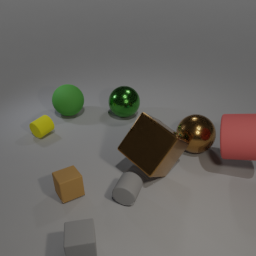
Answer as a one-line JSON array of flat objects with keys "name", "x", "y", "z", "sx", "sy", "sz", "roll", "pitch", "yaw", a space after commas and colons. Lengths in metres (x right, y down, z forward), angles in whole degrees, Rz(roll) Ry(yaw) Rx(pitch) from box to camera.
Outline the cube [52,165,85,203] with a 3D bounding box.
[{"name": "cube", "x": -1.764, "y": 1.649, "z": 8.296, "sx": 0.700, "sy": 0.700, "sz": 0.700, "roll": -17, "pitch": 29, "yaw": -26}]

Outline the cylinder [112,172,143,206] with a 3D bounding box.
[{"name": "cylinder", "x": -0.008, "y": 1.749, "z": 8.102, "sx": 0.700, "sy": 0.700, "sz": 0.700, "roll": 11, "pitch": 35, "yaw": 18}]

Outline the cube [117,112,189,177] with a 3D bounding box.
[{"name": "cube", "x": 0.817, "y": 0.555, "z": 8.725, "sx": 1.400, "sy": 1.400, "sz": 1.400, "roll": 38, "pitch": 9, "yaw": 26}]

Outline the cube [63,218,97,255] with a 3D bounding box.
[{"name": "cube", "x": -1.120, "y": 2.682, "z": 6.627, "sx": 0.700, "sy": 0.700, "sz": 0.700, "roll": -6, "pitch": 31, "yaw": -8}]

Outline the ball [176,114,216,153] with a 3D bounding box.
[{"name": "ball", "x": 2.435, "y": 0.207, "z": 10.068, "sx": 1.400, "sy": 1.400, "sz": 1.400, "roll": 0, "pitch": 31, "yaw": 0}]

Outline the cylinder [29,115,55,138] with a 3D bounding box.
[{"name": "cylinder", "x": -3.420, "y": -0.060, "z": 11.141, "sx": 0.700, "sy": 0.700, "sz": 0.700, "roll": 21, "pitch": 42, "yaw": 30}]

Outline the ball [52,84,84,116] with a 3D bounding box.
[{"name": "ball", "x": -2.656, "y": -1.238, "z": 12.450, "sx": 1.400, "sy": 1.400, "sz": 1.400, "roll": 0, "pitch": 31, "yaw": 0}]

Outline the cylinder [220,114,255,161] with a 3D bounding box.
[{"name": "cylinder", "x": 3.581, "y": 0.269, "z": 8.458, "sx": 1.400, "sy": 1.400, "sz": 1.400, "roll": 1, "pitch": 29, "yaw": 24}]

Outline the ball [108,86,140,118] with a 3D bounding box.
[{"name": "ball", "x": -0.165, "y": -1.157, "z": 12.388, "sx": 1.400, "sy": 1.400, "sz": 1.400, "roll": 0, "pitch": 31, "yaw": 0}]
